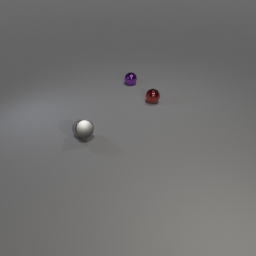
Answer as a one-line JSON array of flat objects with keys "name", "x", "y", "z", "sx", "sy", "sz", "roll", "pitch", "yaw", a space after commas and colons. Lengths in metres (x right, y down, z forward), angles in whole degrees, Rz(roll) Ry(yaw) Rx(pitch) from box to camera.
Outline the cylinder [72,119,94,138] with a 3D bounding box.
[{"name": "cylinder", "x": -1.738, "y": 0.025, "z": 10.757, "sx": 0.700, "sy": 0.700, "sz": 0.700, "roll": -14, "pitch": 8, "yaw": -21}]

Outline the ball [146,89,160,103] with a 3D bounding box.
[{"name": "ball", "x": 1.191, "y": -1.536, "z": 13.417, "sx": 0.700, "sy": 0.700, "sz": 0.700, "roll": 0, "pitch": 32, "yaw": 0}]

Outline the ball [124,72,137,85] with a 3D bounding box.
[{"name": "ball", "x": 0.150, "y": -2.681, "z": 15.261, "sx": 0.700, "sy": 0.700, "sz": 0.700, "roll": 0, "pitch": 32, "yaw": 0}]
